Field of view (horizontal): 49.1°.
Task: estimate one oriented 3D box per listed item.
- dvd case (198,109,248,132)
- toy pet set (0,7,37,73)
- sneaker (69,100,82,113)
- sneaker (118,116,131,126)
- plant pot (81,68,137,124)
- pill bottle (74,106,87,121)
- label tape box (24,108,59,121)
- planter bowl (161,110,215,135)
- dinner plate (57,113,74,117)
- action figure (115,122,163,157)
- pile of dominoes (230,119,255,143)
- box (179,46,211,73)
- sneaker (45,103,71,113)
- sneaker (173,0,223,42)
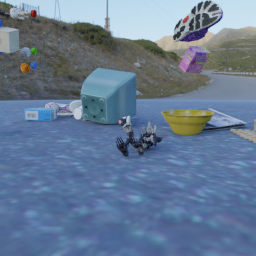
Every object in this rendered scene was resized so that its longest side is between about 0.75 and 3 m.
[{"bbox_3d":[3.068,-0.361,11.003,2.607,0.208,1.938,-5,22,-31],"label":"dvd case"},{"bbox_3d":[-4.119,-2.989,9.639,1.146,2.158,2.015,11,26,5],"label":"toy pet set"},{"bbox_3d":[-2.053,-1.017,15.070,2.438,0.897,1.438,7,9,-25],"label":"sneaker"},{"bbox_3d":[-0.144,-0.252,11.249,0.507,0.450,1.200,-2,-1,0],"label":"sneaker"},{"bbox_3d":[-0.982,-1.239,12.254,2.047,2.053,2.091,13,32,23],"label":"plant pot"},{"bbox_3d":[-1.981,-0.734,13.658,0.736,0.736,1.312,6,9,37],"label":"pill bottle"},{"bbox_3d":[-4.281,-0.714,14.113,1.291,0.596,1.801,1,5,-1],"label":"label tape box"},{"bbox_3d":[1.963,-0.171,9.318,1.725,0.719,1.725,-1,11,0],"label":"planter bowl"},{"bbox_3d":[-3.722,-0.745,15.943,1.379,0.167,1.379,-1,8,0],"label":"dinner plate"},{"bbox_3d":[0.302,0.208,6.539,0.853,0.733,1.436,-9,5,22],"label":"action figure"},{"bbox_3d":[4.535,0.080,8.541,2.156,0.440,2.766,1,7,4],"label":"pile of dominoes"},{"bbox_3d":[3.020,-3.086,12.678,0.953,1.083,0.524,-5,46,-33],"label":"box"},{"bbox_3d":[-4.556,-1.260,18.499,1.816,0.680,0.905,5,-3,-27],"label":"sneaker"},{"bbox_3d":[2.889,-4.150,11.178,1.142,1.104,2.738,6,-2,-21],"label":"sneaker"}]
